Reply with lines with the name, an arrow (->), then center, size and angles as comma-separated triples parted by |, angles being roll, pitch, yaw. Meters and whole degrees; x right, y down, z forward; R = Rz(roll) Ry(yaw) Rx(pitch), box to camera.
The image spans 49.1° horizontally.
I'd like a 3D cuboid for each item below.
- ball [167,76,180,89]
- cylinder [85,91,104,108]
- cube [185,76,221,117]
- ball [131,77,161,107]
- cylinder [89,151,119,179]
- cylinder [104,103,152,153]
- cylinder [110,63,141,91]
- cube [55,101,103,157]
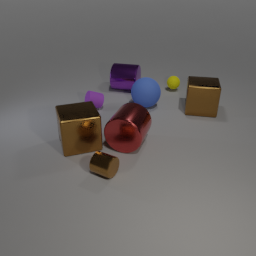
ball -> 2.437, -2.440, 15.024 | 0.700, 0.700, 0.700 | 0, 29, 0
cylinder -> -1.562, -1.325, 12.973 | 0.700, 0.700, 0.700 | 9, 22, -30
cube -> 3.368, -1.447, 12.746 | 1.400, 1.400, 1.400 | 6, 30, 10
ball -> 0.837, -1.671, 13.165 | 1.400, 1.400, 1.400 | 0, 29, 0
cylinder -> -0.737, 1.150, 8.813 | 0.700, 0.700, 0.700 | 16, 33, 26
cylinder -> 0.019, -0.030, 10.191 | 1.400, 1.400, 1.400 | 9, 31, 16
cylinder -> -0.118, -2.725, 15.025 | 1.400, 1.400, 1.400 | 7, 30, 12
cube -> -1.785, -0.010, 10.167 | 1.400, 1.400, 1.400 | -9, 31, -16
